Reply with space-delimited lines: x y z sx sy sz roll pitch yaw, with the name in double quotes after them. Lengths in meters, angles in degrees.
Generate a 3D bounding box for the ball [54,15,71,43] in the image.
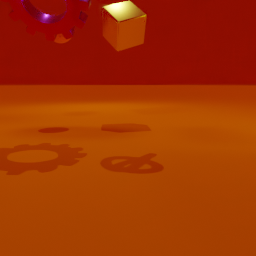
-1.908 -2.779 7.877 0.761 0.761 0.761 0 9 0 "ball"

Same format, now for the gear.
-1.614 -2.558 5.508 1.717 1.717 0.318 1 50 7 "gear"

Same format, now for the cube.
-0.129 -3.034 8.315 0.955 0.955 0.955 -23 56 -21 "cube"
